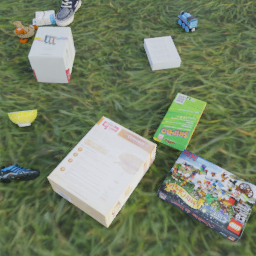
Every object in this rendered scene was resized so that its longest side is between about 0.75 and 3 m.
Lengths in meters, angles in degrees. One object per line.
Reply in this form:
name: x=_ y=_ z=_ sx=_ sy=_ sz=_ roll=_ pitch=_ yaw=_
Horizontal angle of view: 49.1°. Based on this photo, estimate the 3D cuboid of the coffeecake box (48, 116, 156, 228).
coffeecake box: x=-0.690 y=1.207 z=8.512 sx=2.046 sy=0.974 sz=2.665 roll=28 pitch=59 yaw=19

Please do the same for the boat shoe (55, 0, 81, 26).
boat shoe: x=-3.019 y=-6.125 z=13.805 sx=0.889 sy=1.104 sz=2.381 roll=9 pitch=54 yaw=6

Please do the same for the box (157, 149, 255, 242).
box: x=2.372 y=1.907 z=8.320 sx=2.495 sy=0.470 sz=1.704 roll=28 pitch=58 yaw=19

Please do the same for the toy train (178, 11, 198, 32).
toy train: x=2.825 y=-5.094 z=13.321 sx=0.507 sy=0.668 sz=1.170 roll=-20 pitch=56 yaw=-14

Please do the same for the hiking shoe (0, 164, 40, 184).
hiking shoe: x=-3.391 y=1.346 z=8.726 sx=1.285 sy=0.478 sz=0.557 roll=-6 pitch=55 yaw=-4

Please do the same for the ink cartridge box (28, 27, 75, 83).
ink cartridge box: x=-3.000 y=-2.979 z=11.336 sx=1.357 sy=1.364 sz=1.877 roll=2 pitch=54 yaw=1

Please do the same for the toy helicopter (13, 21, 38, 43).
toy helicopter: x=-4.867 y=-4.659 z=13.075 sx=1.029 sy=0.614 sz=1.555 roll=-31 pitch=55 yaw=-21

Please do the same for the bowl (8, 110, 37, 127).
bowl: x=-3.671 y=-0.334 z=9.864 sx=0.965 sy=0.965 sz=0.519 roll=-8 pitch=96 yaw=-6

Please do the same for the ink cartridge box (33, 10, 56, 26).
ink cartridge box: x=-4.146 y=-5.383 z=13.720 sx=1.105 sy=0.369 sz=0.640 roll=-9 pitch=54 yaw=-6

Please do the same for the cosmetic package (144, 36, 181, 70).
cosmetic package: x=1.456 y=-3.252 z=12.102 sx=1.220 sy=0.418 sz=1.619 roll=-10 pitch=57 yaw=-5

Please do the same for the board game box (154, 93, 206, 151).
board game box: x=1.861 y=-0.225 z=9.976 sx=1.135 sy=0.356 sz=2.376 roll=22 pitch=54 yaw=16
